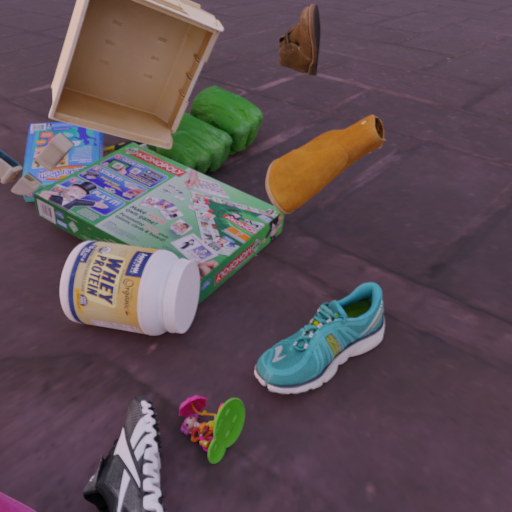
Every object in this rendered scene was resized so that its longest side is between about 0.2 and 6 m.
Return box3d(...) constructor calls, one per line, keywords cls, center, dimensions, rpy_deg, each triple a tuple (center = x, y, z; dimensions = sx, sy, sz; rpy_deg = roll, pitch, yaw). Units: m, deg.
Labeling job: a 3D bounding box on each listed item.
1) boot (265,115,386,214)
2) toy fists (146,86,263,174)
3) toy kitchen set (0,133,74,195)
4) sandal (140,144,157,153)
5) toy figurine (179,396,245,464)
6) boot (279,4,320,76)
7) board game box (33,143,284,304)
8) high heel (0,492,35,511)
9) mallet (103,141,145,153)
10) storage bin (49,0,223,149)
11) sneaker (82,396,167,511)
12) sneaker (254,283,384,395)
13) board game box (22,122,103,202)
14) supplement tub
box3d(cls="boot", center=(1.172, -1.565, 8.871), dimensions=(1.636, 0.804, 2.286), rpy_deg=(-22, 19, 33))
box3d(cls="toy fists", center=(-1.121, -3.045, 13.937), dimensions=(1.732, 1.168, 3.397), rpy_deg=(29, 43, 16))
box3d(cls="toy kitchen set", center=(-3.454, -1.662, 8.050), dimensions=(1.040, 1.298, 0.765), rpy_deg=(-45, 20, 11))
box3d(cls="sandal", center=(-2.821, -2.201, 13.457), dimensions=(1.947, 0.792, 0.478), rpy_deg=(-27, -1, -42))
box3d(cls="toy figurine", center=(-0.704, 2.224, 7.471), dimensions=(0.803, 0.655, 0.872), rpy_deg=(8, 59, 34))
box3d(cls="boot", center=(0.815, -4.047, 10.675), dimensions=(0.828, 0.808, 2.195), rpy_deg=(8, -5, 3))
box3d(cls="board game box", center=(-1.904, -0.865, 11.192), dimensions=(4.132, 0.602, 2.781), rpy_deg=(27, 43, 23))
box3d(cls="high heel", center=(-3.191, 2.486, 6.423), dimensions=(1.470, 1.032, 3.066), rpy_deg=(-27, 48, -18))
box3d(cls="mallet", center=(-3.550, -2.717, 13.923), dimensions=(1.979, 0.407, 0.652), rpy_deg=(-15, 38, 5))
box3d(cls="storage bin", center=(-2.341, -3.756, 10.907), dimensions=(2.678, 2.697, 1.264), rpy_deg=(10, 37, -31))
box3d(cls="sneaker", center=(-1.593, 2.561, 6.735), dimensions=(0.947, 0.696, 2.093), rpy_deg=(-5, 38, -11))
box3d(cls="sneaker", center=(0.979, 1.156, 8.418), dimensions=(2.522, 1.005, 0.977), rpy_deg=(-28, 44, -32))
box3d(cls="board game box", center=(-4.488, -2.278, 13.148), dimensions=(1.726, 0.510, 2.269), rpy_deg=(-5, 50, -8))
box3d(cls="supplement tub", center=(-1.974, 0.525, 8.968), dimensions=(1.897, 1.370, 1.370), rpy_deg=(7, 36, 12))
